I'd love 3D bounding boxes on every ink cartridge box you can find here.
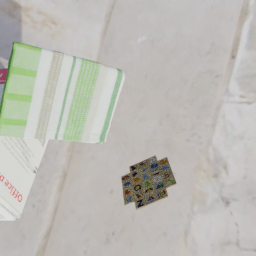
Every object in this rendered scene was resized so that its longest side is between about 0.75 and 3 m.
[{"bbox_3d":[-2.809,0.332,6.114,1.168,2.007,2.756,-3,49,11],"label":"ink cartridge box"}]

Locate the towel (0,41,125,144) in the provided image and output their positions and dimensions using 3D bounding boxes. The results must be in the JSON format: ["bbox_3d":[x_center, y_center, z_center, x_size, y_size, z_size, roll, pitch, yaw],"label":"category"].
[{"bbox_3d":[-1.268,-0.586,5.622,2.367,0.363,1.766,7,106,-38],"label":"towel"}]

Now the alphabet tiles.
[{"bbox_3d":[0.449,1.237,6.626,1.282,1.540,0.049,-25,118,8],"label":"alphabet tiles"}]
